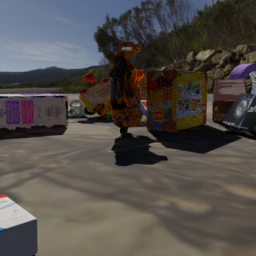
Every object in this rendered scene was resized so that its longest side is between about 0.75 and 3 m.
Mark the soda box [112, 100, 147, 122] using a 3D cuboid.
[{"bbox_3d":[0.575,-0.570,9.212,2.115,0.671,0.722,-2,9,-15],"label":"soda box"}]

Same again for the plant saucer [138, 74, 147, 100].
[{"bbox_3d":[0.522,-1.235,10.818,2.514,0.445,2.514,-30,29,19],"label":"plant saucer"}]

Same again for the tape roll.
[{"bbox_3d":[5.891,-2.011,13.692,2.213,2.213,0.726,-4,10,-27],"label":"tape roll"}]

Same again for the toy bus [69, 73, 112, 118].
[{"bbox_3d":[-1.026,-0.983,10.539,2.092,1.081,1.974,7,50,-5],"label":"toy bus"}]

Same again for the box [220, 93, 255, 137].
[{"bbox_3d":[2.888,-0.346,6.735,0.269,0.989,1.235,35,1,-15],"label":"box"}]

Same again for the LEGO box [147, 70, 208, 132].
[{"bbox_3d":[1.415,-0.784,7.766,0.785,1.516,2.035,6,10,40],"label":"LEGO box"}]

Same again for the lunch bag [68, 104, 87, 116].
[{"bbox_3d":[-1.974,-0.681,10.761,0.760,0.463,0.647,-9,9,-19],"label":"lunch bag"}]

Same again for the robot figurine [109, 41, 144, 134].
[{"bbox_3d":[-0.002,-1.013,6.801,0.682,1.700,2.344,-4,47,9],"label":"robot figurine"}]

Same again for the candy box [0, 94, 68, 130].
[{"bbox_3d":[-3.235,-0.524,8.071,2.529,0.905,2.121,-5,9,-28],"label":"candy box"}]

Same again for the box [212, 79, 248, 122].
[{"bbox_3d":[3.484,-0.984,9.577,1.080,0.808,2.157,3,26,19],"label":"box"}]

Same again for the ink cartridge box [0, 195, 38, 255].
[{"bbox_3d":[-1.010,0.699,1.980,0.443,0.256,0.762,-7,10,-43],"label":"ink cartridge box"}]
